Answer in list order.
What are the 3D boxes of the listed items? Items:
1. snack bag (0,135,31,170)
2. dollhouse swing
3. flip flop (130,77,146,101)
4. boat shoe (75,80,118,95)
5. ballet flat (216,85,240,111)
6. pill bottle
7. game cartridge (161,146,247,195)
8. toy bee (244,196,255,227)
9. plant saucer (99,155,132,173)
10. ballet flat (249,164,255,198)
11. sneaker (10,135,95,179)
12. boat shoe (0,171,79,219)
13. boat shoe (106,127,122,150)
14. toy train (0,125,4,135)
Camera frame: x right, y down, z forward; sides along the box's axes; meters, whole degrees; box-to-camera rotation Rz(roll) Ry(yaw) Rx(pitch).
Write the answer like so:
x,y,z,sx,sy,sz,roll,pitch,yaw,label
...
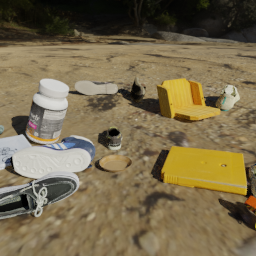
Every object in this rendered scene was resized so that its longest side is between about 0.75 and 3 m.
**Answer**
x,y,z,sx,sy,sz,roll,pitch,yaw,label
-3.869,0.760,8.310,2.087,0.223,1.967,-14,25,-31,snack bag
2.628,-1.280,11.770,2.025,1.840,1.780,-12,3,-30,dollhouse swing
0.627,-1.967,14.602,0.702,0.989,2.438,13,19,-15,flip flop
-1.717,-2.177,15.390,2.329,0.779,0.664,3,8,-5,boat shoe
4.867,-1.597,13.480,0.990,0.990,2.849,9,22,22,ballet flat
-2.575,-0.528,9.038,1.112,1.912,1.112,17,25,-8,pill bottle
2.016,1.057,7.459,2.037,0.330,1.796,4,21,18,game cartridge
2.784,1.756,5.350,0.744,0.618,1.136,-35,20,7,toy bee
-0.330,1.008,7.735,0.909,0.161,0.909,0,21,0,plant saucer
3.283,1.177,6.789,0.589,0.589,1.642,7,21,17,ballet flat
-1.941,0.719,7.739,2.082,0.839,1.524,-3,13,0,sneaker
-1.941,1.430,5.840,1.917,0.708,0.655,-7,18,-17,boat shoe
-0.450,0.219,9.382,0.542,0.458,1.520,-2,21,-5,boat shoe
-4.557,-0.045,8.835,0.603,1.414,0.806,32,71,23,toy train
